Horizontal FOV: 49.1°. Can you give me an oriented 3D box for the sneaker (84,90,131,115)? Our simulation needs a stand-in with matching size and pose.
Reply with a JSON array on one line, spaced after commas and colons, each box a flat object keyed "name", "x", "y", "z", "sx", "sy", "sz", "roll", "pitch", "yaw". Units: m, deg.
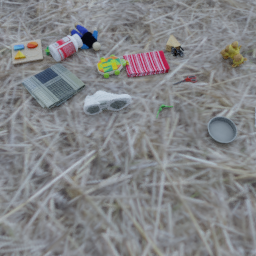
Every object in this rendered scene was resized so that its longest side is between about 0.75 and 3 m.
[{"name": "sneaker", "x": -0.904, "y": -1.260, "z": 11.902, "sx": 2.060, "sy": 0.803, "sz": 1.024, "roll": -9, "pitch": 53, "yaw": -7}]

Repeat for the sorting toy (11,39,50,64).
[{"name": "sorting toy", "x": -4.711, "y": -3.926, "z": 13.957, "sx": 2.138, "sy": 0.315, "sz": 1.581, "roll": -12, "pitch": 57, "yaw": -8}]

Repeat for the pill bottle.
[{"name": "pill bottle", "x": -2.994, "y": -3.930, "z": 13.584, "sx": 1.503, "sy": 0.843, "sz": 0.843, "roll": -35, "pitch": 63, "yaw": -16}]

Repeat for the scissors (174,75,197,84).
[{"name": "scissors", "x": 2.605, "y": -2.220, "z": 12.967, "sx": 1.207, "sy": 0.084, "sz": 0.442, "roll": -8, "pitch": 59, "yaw": -4}]

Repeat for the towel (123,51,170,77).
[{"name": "towel", "x": 0.869, "y": -3.126, "z": 13.478, "sx": 2.042, "sy": 0.230, "sz": 1.477, "roll": -8, "pitch": 56, "yaw": -5}]

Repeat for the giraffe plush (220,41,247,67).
[{"name": "giraffe plush", "x": 5.131, "y": -3.431, "z": 13.413, "sx": 1.141, "sy": 0.985, "sz": 0.925, "roll": 2, "pitch": 59, "yaw": -43}]

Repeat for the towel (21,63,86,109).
[{"name": "towel", "x": -3.336, "y": -1.902, "z": 12.640, "sx": 2.107, "sy": 0.378, "sz": 2.188, "roll": -36, "pitch": 61, "yaw": -25}]

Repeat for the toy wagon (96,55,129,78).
[{"name": "toy wagon", "x": -0.708, "y": -2.999, "z": 13.267, "sx": 1.517, "sy": 0.300, "sz": 1.177, "roll": -16, "pitch": 57, "yaw": -1}]

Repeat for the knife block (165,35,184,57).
[{"name": "knife block", "x": 2.438, "y": -4.084, "z": 14.035, "sx": 1.014, "sy": 0.370, "sz": 1.155, "roll": 18, "pitch": 57, "yaw": 11}]

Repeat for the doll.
[{"name": "doll", "x": -2.104, "y": -4.636, "z": 14.283, "sx": 1.378, "sy": 0.490, "sz": 2.020, "roll": -45, "pitch": 68, "yaw": -2}]

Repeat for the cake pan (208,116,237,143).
[{"name": "cake pan", "x": 3.760, "y": 0.089, "z": 11.233, "sx": 1.194, "sy": 0.219, "sz": 1.194, "roll": 2, "pitch": 63, "yaw": -3}]

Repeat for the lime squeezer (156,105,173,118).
[{"name": "lime squeezer", "x": 1.468, "y": -0.786, "z": 11.970, "sx": 0.970, "sy": 0.183, "sz": 0.342, "roll": -35, "pitch": 93, "yaw": -22}]
